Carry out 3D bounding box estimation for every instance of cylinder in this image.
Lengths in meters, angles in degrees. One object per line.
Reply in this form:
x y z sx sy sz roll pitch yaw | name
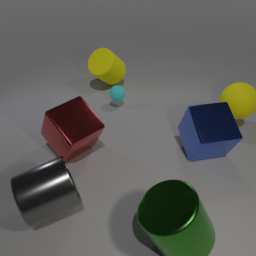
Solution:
-2.083 1.623 7.269 1.400 1.400 1.400 -23 39 -14 | cylinder
-1.033 -3.020 13.835 1.400 1.400 1.400 21 -1 28 | cylinder
1.111 2.134 6.351 1.400 1.400 1.400 -21 35 15 | cylinder

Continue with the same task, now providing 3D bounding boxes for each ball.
-0.466 -1.521 12.328 0.700 0.700 0.700 0 33 0 | ball
4.282 -1.049 10.824 1.400 1.400 1.400 0 33 0 | ball

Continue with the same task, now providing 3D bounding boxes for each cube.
2.659 0.133 9.346 1.400 1.400 1.400 -7 62 -11 | cube
-1.874 0.056 9.377 1.400 1.400 1.400 -32 76 -35 | cube
